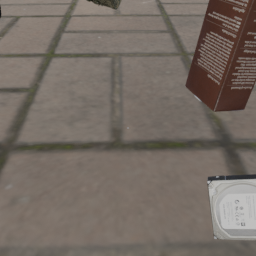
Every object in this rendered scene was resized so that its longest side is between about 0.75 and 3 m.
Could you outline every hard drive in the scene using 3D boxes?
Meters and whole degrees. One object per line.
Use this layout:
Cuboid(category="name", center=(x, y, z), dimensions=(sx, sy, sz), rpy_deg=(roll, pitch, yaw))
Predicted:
Cuboid(category="hard drive", center=(1.502, 0.911, 3.222), dimensions=(1.076, 0.751, 0.203), rpy_deg=(-6, 8, 17))

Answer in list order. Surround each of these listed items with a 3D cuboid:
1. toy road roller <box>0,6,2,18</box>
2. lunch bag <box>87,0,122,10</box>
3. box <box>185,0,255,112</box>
Cuboid(category="toy road roller", center=(-2.814, -2.568, 4.675), dimensions=(1.527, 1.115, 0.938), rpy_deg=(0, 54, -27))
Cuboid(category="lunch bag", center=(-0.763, -3.553, 6.189), dimensions=(1.365, 1.627, 1.134), rpy_deg=(22, 86, 7))
Cuboid(category="box", center=(1.717, -1.376, 4.630), dimensions=(0.757, 2.020, 1.012), rpy_deg=(-2, 34, -22))
